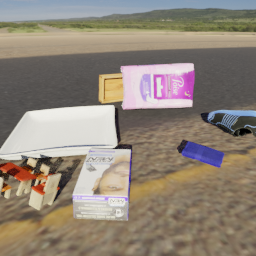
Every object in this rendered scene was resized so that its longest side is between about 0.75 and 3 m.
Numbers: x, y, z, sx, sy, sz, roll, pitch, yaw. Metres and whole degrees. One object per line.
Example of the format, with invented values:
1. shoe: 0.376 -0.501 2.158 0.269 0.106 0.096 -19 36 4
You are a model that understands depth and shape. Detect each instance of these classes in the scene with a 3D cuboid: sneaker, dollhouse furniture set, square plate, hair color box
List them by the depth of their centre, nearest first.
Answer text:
1. dollhouse furniture set: -1.923 0.933 5.286 1.268 0.660 1.282 22 10 21
2. hair color box: -0.441 1.041 5.643 0.974 0.578 1.782 2 24 1
3. square plate: -1.759 0.083 7.898 2.856 0.406 2.829 -4 25 -2
4. sneaker: 3.031 -0.108 8.190 0.620 0.688 1.767 25 -13 -32

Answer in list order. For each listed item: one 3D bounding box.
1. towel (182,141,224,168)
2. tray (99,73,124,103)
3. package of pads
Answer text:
1. towel: 1.825 0.663 6.838 0.955 0.237 0.705 18 26 19
2. tray: -0.131 -1.692 11.492 2.159 1.065 0.400 -10 28 -27
3. package of pads: 1.024 -1.454 9.855 2.533 1.526 0.958 -1 12 3
